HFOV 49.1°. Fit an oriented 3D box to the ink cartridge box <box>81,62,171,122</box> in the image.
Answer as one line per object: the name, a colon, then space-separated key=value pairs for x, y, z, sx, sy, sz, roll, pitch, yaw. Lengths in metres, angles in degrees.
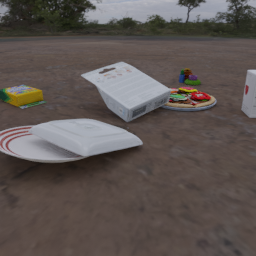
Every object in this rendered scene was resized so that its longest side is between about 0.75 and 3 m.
ink cartridge box: x=-0.129 y=-1.616 z=11.534 sx=2.397 sy=0.708 sz=2.994 roll=-27 pitch=50 yaw=-35

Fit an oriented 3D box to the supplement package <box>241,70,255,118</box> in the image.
supplement package: x=5.150 y=-1.331 z=10.842 sx=1.000 sy=1.670 sz=1.012 roll=1 pitch=22 yaw=3

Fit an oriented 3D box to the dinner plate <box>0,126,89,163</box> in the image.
dinner plate: x=-2.195 y=0.455 z=7.822 sx=2.917 sy=0.354 sz=2.917 roll=8 pitch=14 yaw=-2

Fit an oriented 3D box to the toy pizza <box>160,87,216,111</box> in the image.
toy pizza: x=2.492 y=-1.430 z=12.639 sx=2.910 sy=0.461 sz=2.910 roll=0 pitch=23 yaw=0

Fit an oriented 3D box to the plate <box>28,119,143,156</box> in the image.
plate: x=-1.175 y=0.133 z=8.146 sx=2.450 sy=0.396 sz=2.445 roll=17 pitch=16 yaw=36

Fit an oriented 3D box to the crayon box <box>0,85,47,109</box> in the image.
crayon box: x=-4.747 y=-1.453 z=12.639 sx=1.999 sy=0.516 sz=1.257 roll=19 pitch=30 yaw=37

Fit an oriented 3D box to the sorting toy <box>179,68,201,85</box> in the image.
sorting toy: x=3.471 y=-3.011 z=16.072 sx=1.081 sy=0.739 sz=1.800 roll=-5 pitch=24 yaw=-11
